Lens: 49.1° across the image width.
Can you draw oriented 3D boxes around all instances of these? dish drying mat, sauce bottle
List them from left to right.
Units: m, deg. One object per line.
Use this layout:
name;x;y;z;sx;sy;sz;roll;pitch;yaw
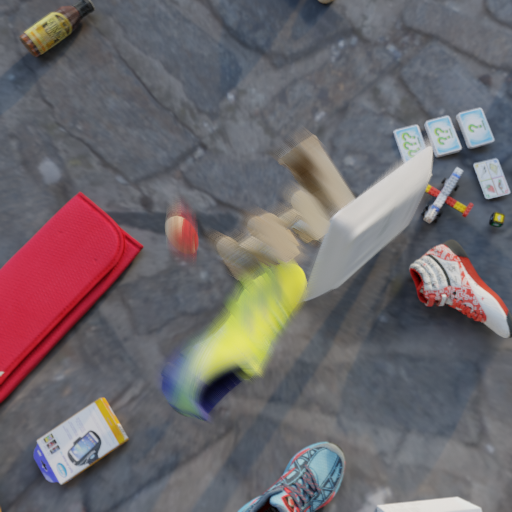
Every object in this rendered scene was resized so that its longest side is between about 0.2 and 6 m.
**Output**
dish drying mat;-4.191;0.957;10.117;1.739;0.412;4.528;39;79;11
sauce bottle;-4.095;-4.788;11.595;1.629;0.538;0.538;-43;79;-9

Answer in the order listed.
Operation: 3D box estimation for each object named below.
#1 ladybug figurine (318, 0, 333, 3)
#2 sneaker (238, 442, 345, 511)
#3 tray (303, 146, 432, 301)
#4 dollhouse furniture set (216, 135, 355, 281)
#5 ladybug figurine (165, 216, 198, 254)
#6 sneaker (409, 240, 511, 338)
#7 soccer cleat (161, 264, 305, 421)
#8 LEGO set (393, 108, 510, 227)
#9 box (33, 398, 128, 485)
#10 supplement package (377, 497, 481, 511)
ladybug figurine;1.540;-5.769;11.990;0.503;0.266;0.741;19;76;5
sneaker;0.596;3.950;8.959;2.312;1.104;0.917;-41;79;-10
tray;1.975;-0.525;9.091;0.357;1.731;3.223;34;45;23
dollhouse furniture set;0.379;-0.775;8.954;2.047;1.881;1.332;-35;95;-22
ladybug figurine;-1.255;-0.378;9.641;0.510;0.270;0.751;-31;83;-38
sneaker;3.612;0.789;10.040;1.092;0.680;2.037;-29;74;-6
soccer cleat;-0.111;1.236;8.092;2.799;0.905;1.171;-43;37;-20
LEGO set;3.885;-1.625;10.746;1.834;0.603;2.455;-14;76;0
box;-3.034;3.204;9.593;1.446;0.300;0.861;-33;78;-6
supplement package;2.766;4.504;8.830;1.400;1.063;1.055;-5;75;-1
